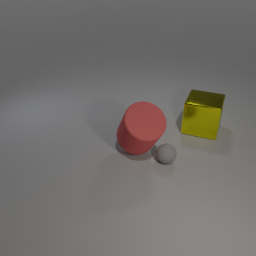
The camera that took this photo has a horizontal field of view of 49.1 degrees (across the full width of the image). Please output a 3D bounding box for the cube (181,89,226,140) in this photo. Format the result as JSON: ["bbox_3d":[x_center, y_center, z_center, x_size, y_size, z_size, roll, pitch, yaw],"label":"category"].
[{"bbox_3d":[3.026,-0.568,11.289,1.400,1.400,1.400,12,34,18],"label":"cube"}]

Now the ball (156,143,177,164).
[{"bbox_3d":[1.320,0.879,9.636,0.700,0.700,0.700,0,32,0],"label":"ball"}]

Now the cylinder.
[{"bbox_3d":[0.415,0.029,9.463,1.400,1.400,1.400,5,66,-12],"label":"cylinder"}]
